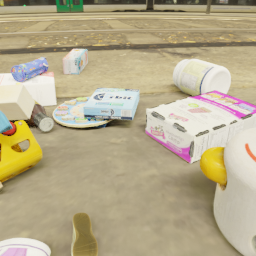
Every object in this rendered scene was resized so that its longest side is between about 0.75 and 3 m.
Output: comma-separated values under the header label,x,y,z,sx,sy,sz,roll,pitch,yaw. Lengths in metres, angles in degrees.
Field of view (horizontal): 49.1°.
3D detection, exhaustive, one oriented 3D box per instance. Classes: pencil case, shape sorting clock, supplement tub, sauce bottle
label,x,y,z,sx,sy,sz,roll,pitch,yaw
pencil case,-3.700,-2.263,10.761,0.693,0.623,1.596,3,26,23
shape sorting clock,-1.371,-0.657,9.837,2.503,0.491,2.503,1,27,0
supplement tub,2.921,-1.961,11.322,1.455,1.455,2.007,-15,31,-27
sauce bottle,-3.181,-0.524,9.345,0.765,0.765,2.318,-21,37,-34

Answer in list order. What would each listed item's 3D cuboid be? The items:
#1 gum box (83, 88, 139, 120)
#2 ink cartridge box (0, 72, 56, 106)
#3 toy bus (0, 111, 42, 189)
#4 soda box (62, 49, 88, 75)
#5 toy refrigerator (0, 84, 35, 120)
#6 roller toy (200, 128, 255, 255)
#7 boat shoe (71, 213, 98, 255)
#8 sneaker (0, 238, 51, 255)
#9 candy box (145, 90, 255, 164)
label,x,y,z,sx,sy,sz,roll,pitch,yaw
gum box,-0.488,-0.858,9.423,1.560,0.409,1.836,3,27,9
ink cartridge box,-4.299,-1.481,10.942,2.819,0.952,1.642,-5,28,-14
toy bus,-3.134,0.817,6.163,2.423,1.252,2.286,-32,-3,3
soda box,-2.848,-3.682,15.384,0.872,0.811,2.550,2,28,3
toy refrigerator,-4.122,-0.764,8.566,2.239,0.850,0.783,-2,55,11
roller toy,2.843,1.080,4.973,2.413,1.848,2.645,-11,29,-21
boat shoe,-0.787,2.031,4.867,0.428,0.370,1.175,-1,33,-19
sneaker,-2.038,2.253,4.184,1.674,0.607,0.954,-9,33,0
candy box,2.309,-0.187,8.454,2.987,0.911,2.037,-16,31,-28
